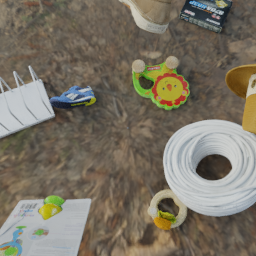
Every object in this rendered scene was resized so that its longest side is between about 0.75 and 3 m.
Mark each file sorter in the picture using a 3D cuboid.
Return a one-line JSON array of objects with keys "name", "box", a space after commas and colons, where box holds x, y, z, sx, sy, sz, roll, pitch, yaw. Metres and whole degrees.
[{"name": "file sorter", "box": [-3.421, -0.762, 8.215, 1.956, 1.218, 1.358, -23, 73, -7]}]

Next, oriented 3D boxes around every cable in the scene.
[{"name": "cable", "box": [2.273, 0.961, 7.383, 2.618, 0.906, 2.618, -26, 50, 3]}]

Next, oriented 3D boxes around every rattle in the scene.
[{"name": "rattle", "box": [1.265, 1.890, 7.421, 1.620, 1.157, 1.054, -40, 57, -6]}]

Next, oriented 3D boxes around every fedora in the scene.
[{"name": "fedora", "box": [3.107, -0.271, 5.413, 2.876, 2.876, 1.173, 19, 88, 6]}]

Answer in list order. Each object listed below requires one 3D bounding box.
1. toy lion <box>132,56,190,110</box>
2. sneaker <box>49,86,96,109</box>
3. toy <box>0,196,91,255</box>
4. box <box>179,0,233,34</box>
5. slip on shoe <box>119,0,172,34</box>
[{"name": "toy lion", "box": [1.038, -1.358, 8.819, 1.700, 0.584, 1.629, -6, 80, -2]}, {"name": "sneaker", "box": [-1.725, -0.960, 8.666, 1.397, 0.517, 0.575, -8, 72, -11]}, {"name": "toy", "box": [-1.561, 2.211, 4.692, 1.534, 2.664, 0.629, -2, 116, 4]}, {"name": "box", "box": [2.705, -4.106, 9.764, 1.522, 0.350, 1.210, 25, 73, 8]}, {"name": "slip on shoe", "box": [0.347, -3.170, 6.600, 0.999, 0.796, 2.628, 4, 42, -18]}]
